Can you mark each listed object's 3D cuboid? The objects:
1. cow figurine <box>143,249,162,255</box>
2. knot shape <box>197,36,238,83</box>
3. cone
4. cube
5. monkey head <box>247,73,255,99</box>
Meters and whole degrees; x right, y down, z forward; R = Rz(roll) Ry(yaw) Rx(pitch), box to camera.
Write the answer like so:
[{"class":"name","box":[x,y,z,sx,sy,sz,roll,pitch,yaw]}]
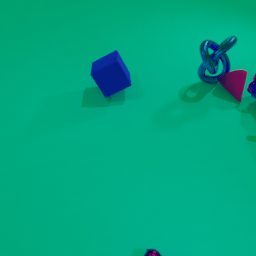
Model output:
[{"class":"cow figurine","box":[0.727,2.655,5.410,0.907,0.506,0.922,-40,75,-5]},{"class":"knot shape","box":[2.970,-2.368,9.209,0.789,1.707,1.598,35,84,35]},{"class":"cone","box":[3.547,-1.249,9.159,0.945,0.945,0.949,-7,71,-6]},{"class":"cube","box":[-0.538,-1.740,8.999,0.958,0.958,0.958,-24,33,13]},{"class":"monkey head","box":[4.355,-1.260,8.580,0.997,1.654,1.190,-48,38,8]}]
